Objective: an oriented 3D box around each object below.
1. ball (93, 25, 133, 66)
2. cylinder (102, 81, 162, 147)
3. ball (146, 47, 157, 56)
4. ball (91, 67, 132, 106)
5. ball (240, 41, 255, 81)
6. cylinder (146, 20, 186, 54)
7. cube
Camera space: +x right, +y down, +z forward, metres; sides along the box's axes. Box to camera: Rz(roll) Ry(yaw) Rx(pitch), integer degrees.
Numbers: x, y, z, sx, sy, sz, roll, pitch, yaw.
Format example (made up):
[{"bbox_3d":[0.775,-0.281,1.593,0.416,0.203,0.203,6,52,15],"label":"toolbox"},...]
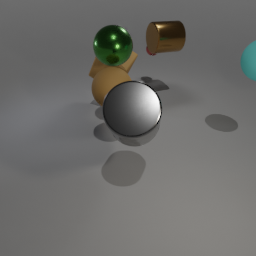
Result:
[{"bbox_3d":[-0.524,-2.870,9.805,1.400,1.400,1.400,0,32,0],"label":"ball"},{"bbox_3d":[0.136,-0.310,7.133,1.400,1.400,1.400,3,-12,5],"label":"cylinder"},{"bbox_3d":[1.307,-4.196,14.866,0.700,0.700,0.700,0,32,0],"label":"ball"},{"bbox_3d":[-0.526,-1.337,9.441,1.400,1.400,1.400,0,32,0],"label":"ball"},{"bbox_3d":[4.470,-2.234,9.255,1.400,1.400,1.400,0,32,0],"label":"ball"},{"bbox_3d":[1.736,-4.233,13.040,1.400,1.400,1.400,-10,33,-19],"label":"cylinder"},{"bbox_3d":[-0.652,-2.750,12.239,1.400,1.400,1.400,32,51,-3],"label":"cube"}]
